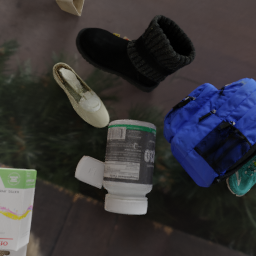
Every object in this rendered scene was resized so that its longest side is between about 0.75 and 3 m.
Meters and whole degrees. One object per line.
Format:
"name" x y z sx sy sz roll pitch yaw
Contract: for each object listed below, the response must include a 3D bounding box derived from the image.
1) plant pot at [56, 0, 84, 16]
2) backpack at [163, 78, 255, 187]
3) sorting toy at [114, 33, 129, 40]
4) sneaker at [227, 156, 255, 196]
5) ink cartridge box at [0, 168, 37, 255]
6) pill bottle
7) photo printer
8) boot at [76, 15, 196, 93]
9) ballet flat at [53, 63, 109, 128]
"plant pot" -1.947 -4.293 9.303 0.681 0.769 0.770 9 81 13
"backpack" 2.549 -0.060 7.688 2.891 2.349 2.426 -38 82 -1
"sorting toy" -0.088 -2.681 9.273 1.284 0.217 0.619 39 83 6
"sneaker" 3.786 0.997 8.320 0.895 0.920 2.310 38 83 6
"ink cartridge box" -3.696 2.545 8.055 1.613 0.927 2.755 3 81 0
"pill bottle" 0.031 1.106 8.048 1.413 1.413 2.498 5 81 1
"photo printer" -1.107 1.318 8.565 0.934 0.324 0.777 23 82 3
"boot" 0.144 -2.333 7.836 3.039 2.272 1.144 25 68 -13
"ballet flat" -1.466 -1.062 8.662 0.859 0.859 2.474 -42 83 -6
